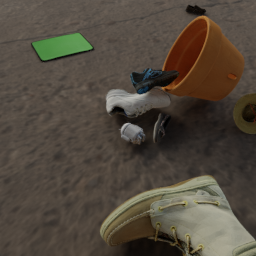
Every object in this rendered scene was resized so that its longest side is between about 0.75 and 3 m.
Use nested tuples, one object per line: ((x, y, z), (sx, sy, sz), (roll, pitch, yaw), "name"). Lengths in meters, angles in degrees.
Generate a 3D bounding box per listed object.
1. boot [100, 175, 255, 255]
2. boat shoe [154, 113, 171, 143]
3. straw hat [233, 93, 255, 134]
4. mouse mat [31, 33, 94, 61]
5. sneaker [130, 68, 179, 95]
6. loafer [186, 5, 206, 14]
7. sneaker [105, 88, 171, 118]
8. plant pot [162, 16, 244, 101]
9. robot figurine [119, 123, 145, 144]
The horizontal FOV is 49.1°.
((1.137, 2.363, 5.719), (2.987, 1.076, 2.310), (-15, 46, -17), "boot")
((1.070, -0.036, 8.699), (0.369, 0.433, 1.295), (3, 40, 17), "boat shoe")
((3.915, -0.470, 9.029), (1.373, 1.373, 0.581), (-5, 4, -5), "straw hat")
((-3.064, -3.817, 13.004), (2.493, 0.094, 2.006), (-19, 47, -21), "mouse mat")
((0.913, -1.704, 9.182), (1.816, 0.665, 0.744), (-20, 71, -31), "sneaker")
((3.854, -6.738, 15.858), (1.159, 0.414, 0.423), (11, 44, 12), "loafer")
((0.323, -0.748, 9.343), (2.206, 0.822, 0.961), (-3, 51, 8), "sneaker")
((2.575, -2.093, 9.424), (1.844, 2.635, 2.635), (21, 40, -17), "plant pot")
((0.124, 0.161, 8.468), (0.836, 0.472, 0.709), (34, 47, 29), "robot figurine")
